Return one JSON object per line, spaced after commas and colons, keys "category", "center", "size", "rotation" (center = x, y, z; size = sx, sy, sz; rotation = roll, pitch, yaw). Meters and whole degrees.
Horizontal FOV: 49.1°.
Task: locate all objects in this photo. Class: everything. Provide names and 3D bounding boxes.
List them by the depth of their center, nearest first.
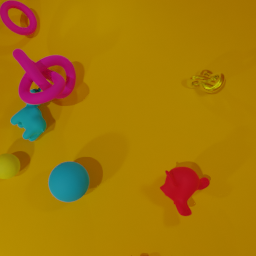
{"category": "monkey head", "center": [1.538, 1.674, 7.632], "size": [1.675, 1.009, 1.205], "rotation": [15, 35, -33]}
{"category": "ball", "center": [-1.627, 1.482, 7.754], "size": [1.109, 1.109, 1.109], "rotation": [0, 74, 0]}
{"category": "ball", "center": [-3.546, 1.111, 8.168], "size": [0.747, 0.747, 0.747], "rotation": [0, 74, 0]}
{"category": "knot shape", "center": [-2.465, -1.408, 8.179], "size": [2.029, 0.938, 1.899], "rotation": [20, 43, -26]}
{"category": "cow figurine", "center": [-2.883, -0.469, 8.601], "size": [1.381, 0.770, 1.404], "rotation": [-44, 73, -2]}
{"category": "knot shape", "center": [2.546, -1.480, 8.795], "size": [1.193, 1.116, 0.551], "rotation": [-18, 116, -22]}
{"category": "ring", "center": [-3.673, -3.713, 9.445], "size": [1.256, 0.251, 1.256], "rotation": [20, 60, -38]}
